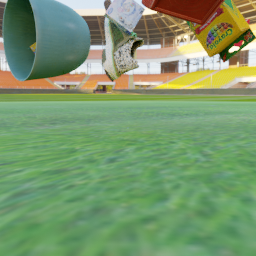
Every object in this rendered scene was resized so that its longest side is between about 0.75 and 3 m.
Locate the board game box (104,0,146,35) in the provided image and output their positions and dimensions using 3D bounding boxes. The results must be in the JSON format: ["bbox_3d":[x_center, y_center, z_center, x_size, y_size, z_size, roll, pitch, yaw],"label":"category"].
[{"bbox_3d":[-0.096,-3.730,9.031,1.014,1.019,0.221,34,-14,-16],"label":"board game box"}]

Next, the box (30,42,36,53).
[{"bbox_3d":[-2.838,-2.813,10.159,0.599,0.946,0.982,-23,25,25],"label":"box"}]

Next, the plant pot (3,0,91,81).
[{"bbox_3d":[-2.708,-3.062,9.726,2.271,2.830,2.830,-9,11,-42],"label":"plant pot"}]

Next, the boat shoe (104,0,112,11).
[{"bbox_3d":[-0.661,-4.428,10.929,0.418,1.122,0.411,-2,6,18],"label":"boat shoe"}]

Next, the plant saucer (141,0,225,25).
[{"bbox_3d":[1.676,-3.641,7.456,2.173,0.399,2.169,12,-21,-13],"label":"plant saucer"}]

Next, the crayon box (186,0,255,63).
[{"bbox_3d":[2.865,-3.381,9.080,0.589,2.320,1.473,-27,-8,-34],"label":"crayon box"}]

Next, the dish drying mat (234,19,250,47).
[{"bbox_3d":[4.482,-3.796,11.175,0.425,1.107,0.101,20,9,26],"label":"dish drying mat"}]

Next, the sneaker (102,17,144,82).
[{"bbox_3d":[-0.067,-2.931,9.579,1.314,2.965,1.140,-6,-25,15],"label":"sneaker"}]
